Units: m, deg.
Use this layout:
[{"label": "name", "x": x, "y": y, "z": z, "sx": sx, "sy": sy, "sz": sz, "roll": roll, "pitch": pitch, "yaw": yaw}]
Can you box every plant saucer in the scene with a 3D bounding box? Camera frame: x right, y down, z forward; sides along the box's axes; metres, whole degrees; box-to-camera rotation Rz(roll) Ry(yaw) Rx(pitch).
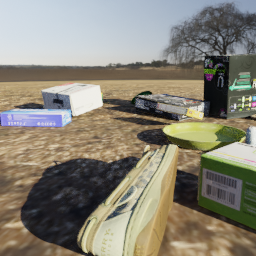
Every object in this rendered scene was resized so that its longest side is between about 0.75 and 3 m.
[{"label": "plant saucer", "x": 2.370, "y": 0.267, "z": 8.850, "sx": 2.539, "sy": 0.394, "sz": 2.539, "roll": 1, "pitch": 13, "yaw": 0}]

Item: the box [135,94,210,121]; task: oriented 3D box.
[{"label": "box", "x": 2.144, "y": -1.120, "z": 13.824, "sx": 2.296, "sy": 0.724, "sz": 2.911, "roll": -10, "pitch": 20, "yaw": -42}]

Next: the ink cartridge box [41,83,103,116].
[{"label": "ink cartridge box", "x": -2.769, "y": -1.481, "z": 13.842, "sx": 2.526, "sy": 1.058, "sz": 1.822, "roll": 14, "pitch": 29, "yaw": 42}]

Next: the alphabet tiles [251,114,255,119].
[{"label": "alphabet tiles", "x": 6.966, "y": -0.658, "z": 12.736, "sx": 2.668, "sy": 0.101, "sz": 2.230, "roll": -16, "pitch": 23, "yaw": -31}]

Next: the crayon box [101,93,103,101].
[{"label": "crayon box", "x": -2.638, "y": -1.973, "z": 18.457, "sx": 1.868, "sy": 0.545, "sz": 1.612, "roll": 0, "pitch": 14, "yaw": -1}]

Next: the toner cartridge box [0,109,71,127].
[{"label": "toner cartridge box", "x": -3.766, "y": -0.439, "z": 11.597, "sx": 2.548, "sy": 0.550, "sz": 1.210, "roll": 1, "pitch": 13, "yaw": 4}]

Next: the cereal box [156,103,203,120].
[{"label": "cereal box", "x": 1.984, "y": -0.657, "z": 10.805, "sx": 1.080, "sy": 0.297, "sz": 1.501, "roll": 9, "pitch": 5, "yaw": -44}]

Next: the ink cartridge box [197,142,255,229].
[{"label": "ink cartridge box", "x": 2.716, "y": 0.856, "z": 4.927, "sx": 2.516, "sy": 0.953, "sz": 1.859, "roll": -12, "pitch": 18, "yaw": -40}]

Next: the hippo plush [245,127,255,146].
[{"label": "hippo plush", "x": 3.468, "y": 0.413, "z": 7.112, "sx": 0.875, "sy": 0.867, "sz": 1.088, "roll": 4, "pitch": 13, "yaw": 19}]

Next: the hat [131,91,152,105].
[{"label": "hat", "x": 1.096, "y": -1.243, "z": 16.110, "sx": 1.312, "sy": 1.394, "sz": 1.584, "roll": -6, "pitch": -26, "yaw": -40}]

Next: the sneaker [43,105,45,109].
[{"label": "sneaker", "x": -4.160, "y": -1.246, "z": 15.565, "sx": 1.050, "sy": 0.393, "sz": 0.444, "roll": 1, "pitch": 17, "yaw": 3}]

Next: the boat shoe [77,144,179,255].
[{"label": "boat shoe", "x": 0.229, "y": 0.922, "z": 4.378, "sx": 0.915, "sy": 1.070, "sz": 2.918, "roll": 7, "pitch": 14, "yaw": 15}]

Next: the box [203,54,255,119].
[{"label": "box", "x": 4.873, "y": -2.032, "z": 13.332, "sx": 1.766, "sy": 2.842, "sz": 2.111, "roll": -7, "pitch": 15, "yaw": -15}]
